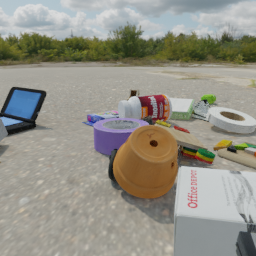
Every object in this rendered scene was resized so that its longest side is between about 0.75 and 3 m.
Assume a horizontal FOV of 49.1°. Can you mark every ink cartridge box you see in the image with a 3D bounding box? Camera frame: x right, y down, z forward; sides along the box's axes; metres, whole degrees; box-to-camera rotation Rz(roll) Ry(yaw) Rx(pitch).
[{"bbox_3d":[-1.014,-0.439,12.426,1.811,0.380,1.080,-15,21,-38],"label":"ink cartridge box"},{"bbox_3d":[1.968,1.462,4.494,2.380,0.996,1.727,3,16,12],"label":"ink cartridge box"},{"bbox_3d":[2.117,-0.988,13.495,1.938,0.465,1.410,5,32,23],"label":"ink cartridge box"}]

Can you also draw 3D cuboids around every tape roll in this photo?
[{"bbox_3d":[-0.215,0.245,9.226,1.822,0.774,1.822,-1,16,0],"label":"tape roll"},{"bbox_3d":[4.175,-0.345,11.365,1.960,0.358,1.960,8,24,-4],"label":"tape roll"}]

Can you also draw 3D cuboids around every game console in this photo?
[{"bbox_3d":[-4.982,-0.808,11.646,2.533,1.474,2.227,11,19,34],"label":"game console"}]

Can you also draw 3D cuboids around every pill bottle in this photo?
[{"bbox_3d":[0.718,-0.794,12.102,2.131,1.204,1.204,-7,17,-19],"label":"pill bottle"}]

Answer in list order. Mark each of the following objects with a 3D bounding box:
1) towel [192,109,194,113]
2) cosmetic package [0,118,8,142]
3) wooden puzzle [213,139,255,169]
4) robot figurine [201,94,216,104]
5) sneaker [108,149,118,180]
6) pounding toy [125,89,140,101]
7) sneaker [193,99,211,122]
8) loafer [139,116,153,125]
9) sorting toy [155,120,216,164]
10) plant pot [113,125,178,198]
[{"bbox_3d":[2.852,-1.214,14.988,0.967,0.203,2.247,10,16,-9],"label":"towel"},{"bbox_3d":[-4.461,0.256,8.753,0.822,0.694,1.540,-16,20,-3],"label":"cosmetic package"},{"bbox_3d":[3.665,0.733,8.408,1.630,0.283,2.416,-15,22,-42],"label":"wooden puzzle"},{"bbox_3d":[4.767,-1.708,16.506,0.947,0.548,0.830,-6,3,-20],"label":"robot figurine"},{"bbox_3d":[0.178,0.716,7.416,1.156,0.824,2.330,9,22,13],"label":"sneaker"},{"bbox_3d":[0.519,-1.520,14.960,1.036,1.033,1.806,3,17,12],"label":"pounding toy"},{"bbox_3d":[3.627,-0.806,12.641,0.602,0.918,1.596,-14,21,-41],"label":"sneaker"},{"bbox_3d":[-0.129,-0.110,10.605,2.192,0.689,0.787,-3,16,-10],"label":"loafer"},{"bbox_3d":[1.494,0.411,8.611,1.382,0.485,2.867,16,14,-10],"label":"sorting toy"},{"bbox_3d":[0.459,0.645,6.170,1.489,1.042,1.489,5,49,-6],"label":"plant pot"}]
